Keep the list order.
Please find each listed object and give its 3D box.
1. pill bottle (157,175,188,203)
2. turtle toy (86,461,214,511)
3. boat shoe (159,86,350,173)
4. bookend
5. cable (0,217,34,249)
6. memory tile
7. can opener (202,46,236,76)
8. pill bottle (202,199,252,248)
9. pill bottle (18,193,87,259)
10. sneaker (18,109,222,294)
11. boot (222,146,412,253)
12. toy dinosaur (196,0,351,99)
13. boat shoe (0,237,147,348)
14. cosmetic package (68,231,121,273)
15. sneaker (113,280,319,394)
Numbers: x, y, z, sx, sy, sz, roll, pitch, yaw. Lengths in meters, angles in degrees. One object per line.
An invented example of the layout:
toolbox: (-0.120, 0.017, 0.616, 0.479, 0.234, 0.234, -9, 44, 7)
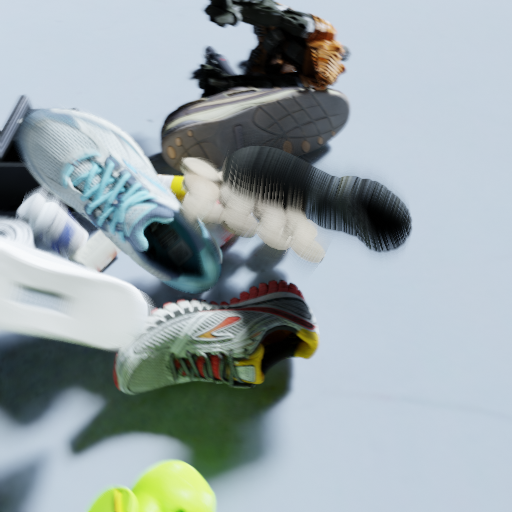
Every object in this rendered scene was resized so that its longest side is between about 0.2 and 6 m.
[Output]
pill bottle: (-1.373, -0.937, 8.816, 1.136, 0.641, 0.641, 5, 47, 4)
turtle toy: (-1.175, 2.921, 4.682, 1.946, 1.350, 2.670, -6, 40, 29)
boat shoe: (-0.052, -2.495, 9.856, 3.455, 1.287, 1.267, -12, 48, -13)
bookend: (-3.103, -1.739, 9.366, 2.051, 0.945, 2.038, 1, 47, 1)
cable: (-3.858, -0.085, 8.192, 1.162, 0.402, 1.161, 16, 47, 13)
memory tile: (-0.066, -0.627, 7.649, 2.083, 0.175, 1.596, 20, 29, -22)
can opener: (-0.716, -3.982, 11.799, 0.571, 0.461, 1.453, -18, 49, -17)
pill bottle: (-0.484, -0.603, 8.487, 0.641, 0.641, 1.142, 32, 56, 26)
pill bottle: (-2.805, -0.419, 7.716, 0.493, 0.889, 0.493, -28, 32, 19)
sneaker: (-1.539, -0.682, 6.943, 1.207, 3.111, 1.343, -50, 17, -1)
boot: (0.670, -0.698, 6.457, 2.006, 0.755, 1.500, 14, 12, -16)
toy dinosaur: (0.523, -3.966, 10.477, 3.004, 2.261, 4.426, 1, 9, -14)
boat shoe: (-2.399, 0.257, 5.577, 2.627, 0.900, 0.946, 13, 84, -19)
cosmetic package: (-2.306, -0.048, 8.136, 0.379, 0.320, 0.732, 11, 46, 37)
sneaker: (-0.422, 1.066, 6.638, 2.548, 0.992, 1.047, -17, 43, -15)
